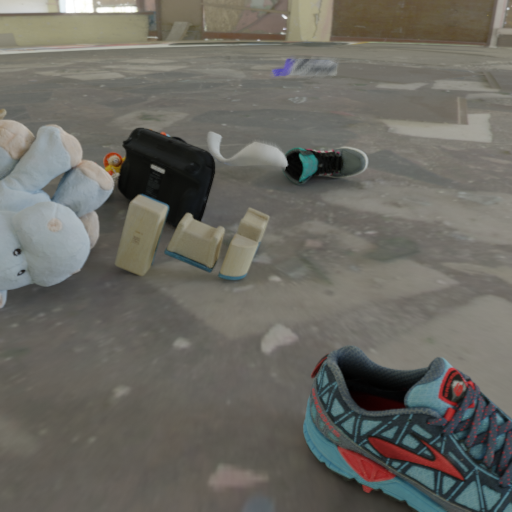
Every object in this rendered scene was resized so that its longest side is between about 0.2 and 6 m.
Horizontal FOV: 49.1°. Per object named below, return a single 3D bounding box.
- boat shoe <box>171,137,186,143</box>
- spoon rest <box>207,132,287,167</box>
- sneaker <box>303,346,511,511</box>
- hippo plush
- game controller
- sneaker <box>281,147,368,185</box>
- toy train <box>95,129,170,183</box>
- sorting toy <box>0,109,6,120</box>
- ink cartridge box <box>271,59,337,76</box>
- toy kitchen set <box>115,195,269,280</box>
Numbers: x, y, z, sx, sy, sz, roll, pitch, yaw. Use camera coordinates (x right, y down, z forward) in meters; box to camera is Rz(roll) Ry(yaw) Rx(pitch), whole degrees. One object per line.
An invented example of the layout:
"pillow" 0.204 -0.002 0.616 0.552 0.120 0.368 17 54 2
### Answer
"boat shoe" -1.763 -1.895 12.304 1.131 0.943 3.031 -3 27 -11
"spoon rest" -0.201 -1.849 10.260 1.736 0.526 0.862 22 9 35
"sneaker" 1.624 1.559 4.771 2.689 1.284 1.066 13 29 26
"hippo plush" -3.556 -0.662 8.200 2.893 2.304 2.326 -6 26 -12
"game controller" -1.832 -1.543 10.921 0.620 1.536 2.944 -5 23 -40
"sneaker" 1.423 -2.092 12.745 2.032 0.850 1.227 4 20 26
"toy train" -2.902 -2.070 12.031 1.729 0.640 2.301 -22 18 40
"sorting toy" -4.629 -1.816 8.657 2.345 0.319 1.320 -26 15 42
"ink cartridge box" 0.829 -3.362 9.979 1.073 0.233 1.063 -2 24 -2
"toy kitchen set" -0.986 -0.280 9.180 1.989 1.172 1.593 23 28 1
